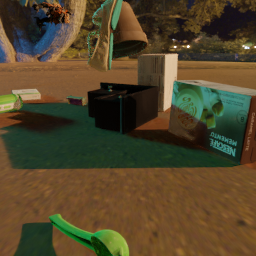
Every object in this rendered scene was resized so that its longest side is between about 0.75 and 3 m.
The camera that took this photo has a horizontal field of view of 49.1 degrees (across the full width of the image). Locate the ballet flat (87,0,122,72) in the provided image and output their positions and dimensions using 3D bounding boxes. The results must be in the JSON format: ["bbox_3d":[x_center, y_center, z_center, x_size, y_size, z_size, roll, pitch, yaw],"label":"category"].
[{"bbox_3d":[-0.622,-2.461,6.965,0.732,2.108,0.732,9,-5,1],"label":"ballet flat"}]

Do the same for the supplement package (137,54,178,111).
[{"bbox_3d":[1.231,-1.955,11.617,1.193,2.151,1.675,8,18,24],"label":"supplement package"}]

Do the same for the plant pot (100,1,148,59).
[{"bbox_3d":[-0.356,-4.142,11.748,2.119,1.839,2.119,-11,-2,0],"label":"plant pot"}]

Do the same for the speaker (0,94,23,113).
[{"bbox_3d":[-4.871,-0.891,10.637,0.709,0.709,1.603,12,20,35],"label":"speaker"}]

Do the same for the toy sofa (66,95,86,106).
[{"bbox_3d":[-2.274,-1.187,12.233,0.842,0.349,0.411,8,23,27],"label":"toy sofa"}]

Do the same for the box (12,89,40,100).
[{"bbox_3d":[-5.108,-1.667,13.963,1.232,0.310,1.707,-7,17,-22],"label":"box"}]

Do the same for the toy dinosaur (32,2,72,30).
[{"bbox_3d":[-2.596,-3.895,9.584,1.146,0.862,1.688,-22,28,-22],"label":"toy dinosaur"}]

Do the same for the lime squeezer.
[{"bbox_3d":[-0.426,1.521,2.778,0.992,0.530,2.809,-3,17,-9],"label":"lime squeezer"}]

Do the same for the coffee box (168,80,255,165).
[{"bbox_3d":[2.281,-0.306,7.140,1.076,1.544,2.700,-5,18,-27],"label":"coffee box"}]

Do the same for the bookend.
[{"bbox_3d":[-0.554,-0.793,9.493,2.473,1.139,2.457,9,19,29],"label":"bookend"}]
